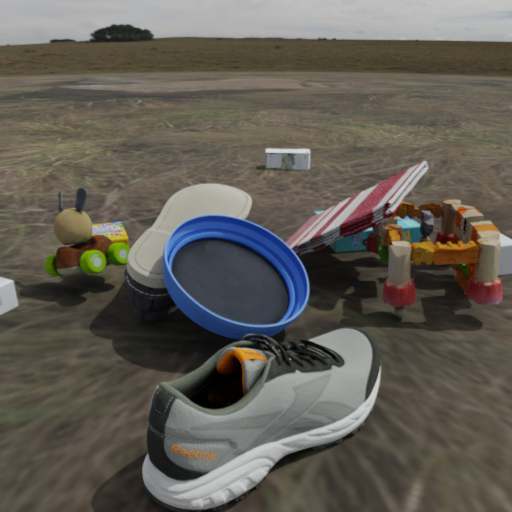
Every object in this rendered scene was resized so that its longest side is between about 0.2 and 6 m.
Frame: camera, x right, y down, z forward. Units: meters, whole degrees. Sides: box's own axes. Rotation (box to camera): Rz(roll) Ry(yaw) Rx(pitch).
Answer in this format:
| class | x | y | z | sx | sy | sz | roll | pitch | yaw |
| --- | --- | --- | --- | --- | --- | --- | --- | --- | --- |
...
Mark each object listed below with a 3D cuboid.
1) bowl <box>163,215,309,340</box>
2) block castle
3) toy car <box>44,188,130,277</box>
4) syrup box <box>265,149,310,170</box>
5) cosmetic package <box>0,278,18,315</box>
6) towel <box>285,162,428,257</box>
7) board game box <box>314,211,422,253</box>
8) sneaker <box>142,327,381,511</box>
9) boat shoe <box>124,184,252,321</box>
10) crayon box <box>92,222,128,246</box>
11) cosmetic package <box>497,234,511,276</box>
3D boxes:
| class | x | y | z | sx | sy | sz | roll | pitch | yaw |
| --- | --- | --- | --- | --- | --- | --- | --- | --- | --- |
| bowl | -0.273 | 0.255 | 7.206 | 1.948 | 0.382 | 1.948 | 16 | 40 | -14 |
| block castle | 2.587 | -0.005 | 8.410 | 1.621 | 1.138 | 2.425 | -2 | 21 | 5 |
| toy car | -2.638 | -0.383 | 8.423 | 1.034 | 1.258 | 0.993 | -4 | 11 | 34 |
| syrup box | 0.875 | -2.697 | 15.626 | 1.234 | 0.486 | 0.503 | 1 | 23 | 3 |
| cosmetic package | -3.880 | 0.586 | 7.846 | 0.693 | 0.426 | 0.691 | 10 | 24 | 26 |
| towel | 1.473 | -0.628 | 8.965 | 2.424 | 0.276 | 1.746 | -26 | 12 | 43 |
| board game box | 2.070 | -0.521 | 10.529 | 1.671 | 0.392 | 1.261 | -5 | 23 | -12 |
| sneaker | 0.246 | 1.241 | 5.351 | 2.916 | 1.156 | 1.078 | -19 | 28 | -40 |
| boat shoe | -0.998 | -0.172 | 8.548 | 1.152 | 0.995 | 3.171 | 21 | 34 | 10 |
| crayon box | -2.698 | -0.279 | 10.070 | 0.712 | 0.292 | 1.133 | -7 | 25 | -19 |
| cosmetic package | 3.840 | -0.042 | 9.188 | 0.541 | 0.544 | 0.650 | -5 | 24 | -15 |
